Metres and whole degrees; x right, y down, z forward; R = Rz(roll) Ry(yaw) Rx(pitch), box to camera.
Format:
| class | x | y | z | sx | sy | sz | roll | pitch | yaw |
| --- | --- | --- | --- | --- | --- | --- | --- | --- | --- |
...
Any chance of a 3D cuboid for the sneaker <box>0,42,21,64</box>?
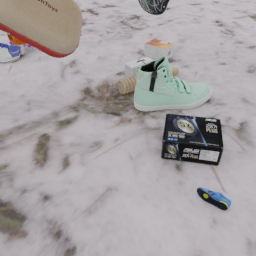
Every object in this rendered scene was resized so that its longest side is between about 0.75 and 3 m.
| class | x | y | z | sx | sy | sz | roll | pitch | yaw |
| --- | --- | --- | --- | --- | --- | --- | --- | --- | --- |
| sneaker | -5.735 | -3.427 | 11.798 | 2.171 | 1.254 | 0.877 | -8 | 40 | -10 |

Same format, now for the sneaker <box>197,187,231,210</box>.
| class | x | y | z | sx | sy | sz | roll | pitch | yaw |
| --- | --- | --- | --- | --- | --- | --- | --- | --- | --- |
| sneaker | 1.948 | 1.555 | 6.352 | 0.785 | 0.259 | 0.308 | 27 | 40 | 27 |

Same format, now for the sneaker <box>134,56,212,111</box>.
| class | x | y | z | sx | sy | sz | roll | pitch | yaw |
| --- | --- | --- | --- | --- | --- | --- | --- | --- | --- |
| sneaker | 1.573 | -1.493 | 9.061 | 2.766 | 1.631 | 1.018 | -10 | 38 | -14 |

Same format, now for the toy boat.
| class | x | y | z | sx | sy | sz | roll | pitch | yaw |
| --- | --- | --- | --- | --- | --- | --- | --- | --- | --- |
| toy boat | -2.628 | -2.756 | 7.138 | 2.726 | 1.782 | 1.779 | 24 | 58 | -34 |

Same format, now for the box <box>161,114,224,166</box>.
| class | x | y | z | sx | sy | sz | roll | pitch | yaw |
| --- | --- | --- | --- | --- | --- | --- | --- | --- | --- |
| box | 1.720 | 0.280 | 7.609 | 1.524 | 0.656 | 1.248 | 7 | 38 | 9 |

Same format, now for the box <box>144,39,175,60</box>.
| class | x | y | z | sx | sy | sz | roll | pitch | yaw |
| --- | --- | --- | --- | --- | --- | --- | --- | --- | --- |
| box | 1.380 | -3.467 | 12.396 | 1.071 | 0.569 | 0.815 | 27 | 46 | 29 |

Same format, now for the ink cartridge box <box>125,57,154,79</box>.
| class | x | y | z | sx | sy | sz | roll | pitch | yaw |
| --- | --- | --- | --- | --- | --- | --- | --- | --- | --- |
| ink cartridge box | 0.429 | -2.145 | 10.563 | 1.076 | 0.776 | 0.451 | -23 | 44 | -26 |

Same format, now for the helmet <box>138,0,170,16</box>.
| class | x | y | z | sx | sy | sz | roll | pitch | yaw |
| --- | --- | --- | --- | --- | --- | --- | --- | --- | --- |
| helmet | 0.770 | -3.838 | 7.953 | 1.112 | 1.112 | 1.060 | 31 | 74 | 33 |

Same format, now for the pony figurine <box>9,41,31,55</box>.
| class | x | y | z | sx | sy | sz | roll | pitch | yaw |
| --- | --- | --- | --- | --- | --- | --- | --- | --- | --- |
| pony figurine | -4.636 | -4.017 | 12.763 | 1.628 | 1.356 | 1.572 | -17 | 9 | -15 |

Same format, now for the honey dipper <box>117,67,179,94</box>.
| class | x | y | z | sx | sy | sz | roll | pitch | yaw |
| --- | --- | --- | --- | --- | --- | --- | --- | --- | --- |
| honey dipper | 0.873 | -1.858 | 10.456 | 2.748 | 0.522 | 0.522 | -21 | 43 | -28 |
